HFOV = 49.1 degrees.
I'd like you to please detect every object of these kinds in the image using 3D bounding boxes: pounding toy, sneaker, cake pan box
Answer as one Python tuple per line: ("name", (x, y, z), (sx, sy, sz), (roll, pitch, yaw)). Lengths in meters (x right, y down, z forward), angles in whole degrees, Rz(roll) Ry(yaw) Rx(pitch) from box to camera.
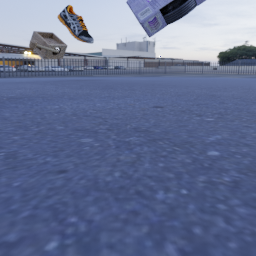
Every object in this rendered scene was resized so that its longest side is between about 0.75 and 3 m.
("pounding toy", (-2.700, -2.568, 9.141), (1.198, 0.624, 1.364), (43, 33, 18))
("sneaker", (-1.775, -3.616, 9.827), (1.679, 0.648, 0.657), (46, 26, 6))
("cake pan box", (1.092, -3.609, 7.740), (2.047, 0.581, 2.222), (-33, 37, 12))
